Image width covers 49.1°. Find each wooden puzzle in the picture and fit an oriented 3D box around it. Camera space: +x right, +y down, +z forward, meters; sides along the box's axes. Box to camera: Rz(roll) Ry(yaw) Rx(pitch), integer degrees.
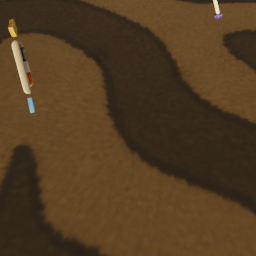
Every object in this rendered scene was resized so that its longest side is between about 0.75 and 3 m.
[{"bbox_3d":[-1.389,-0.843,3.762,0.134,1.145,0.773,-13,26,-12],"label":"wooden puzzle"}]

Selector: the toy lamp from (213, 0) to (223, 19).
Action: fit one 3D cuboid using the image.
[{"bbox_3d":[2.264,-3.298,7.250,0.257,0.883,0.257,-19,37,15],"label":"toy lamp"}]
